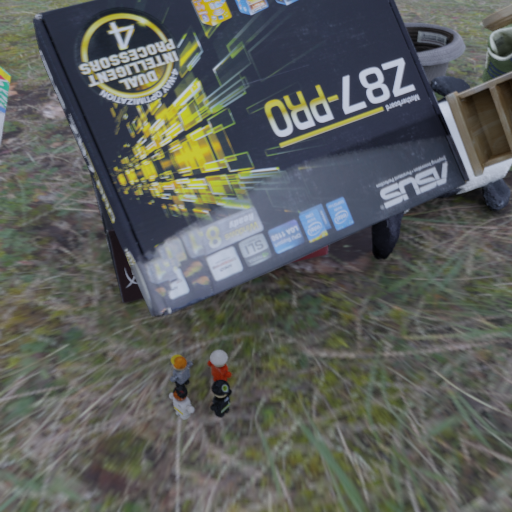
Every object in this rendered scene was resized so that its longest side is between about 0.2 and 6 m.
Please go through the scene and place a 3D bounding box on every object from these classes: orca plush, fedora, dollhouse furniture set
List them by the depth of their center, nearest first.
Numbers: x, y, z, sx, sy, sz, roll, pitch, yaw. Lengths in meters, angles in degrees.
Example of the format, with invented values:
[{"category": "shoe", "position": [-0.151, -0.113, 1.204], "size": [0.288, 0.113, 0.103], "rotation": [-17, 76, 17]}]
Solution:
[{"category": "dollhouse furniture set", "position": [2.532, -1.275, 5.163], "size": [1.427, 1.883, 2.148], "rotation": [-19, 9, 29]}, {"category": "orca plush", "position": [3.141, -1.482, 10.250], "size": [2.563, 1.732, 4.872], "rotation": [49, 55, -11]}, {"category": "fedora", "position": [3.396, -4.705, 13.851], "size": [3.223, 1.455, 2.851], "rotation": [-5, 38, 0]}]

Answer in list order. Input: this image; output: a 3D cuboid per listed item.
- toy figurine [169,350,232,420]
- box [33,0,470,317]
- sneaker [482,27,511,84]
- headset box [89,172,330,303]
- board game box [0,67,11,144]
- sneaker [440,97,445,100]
[{"category": "toy figurine", "position": [-0.664, 1.524, 6.700], "size": [0.749, 0.529, 0.761], "rotation": [-2, 39, -3]}, {"category": "box", "position": [0.065, -1.487, 6.114], "size": [3.857, 3.109, 0.947], "rotation": [-22, 1, -19]}, {"category": "sneaker", "position": [3.794, -3.002, 8.297], "size": [0.942, 0.703, 2.097], "rotation": [39, 9, -12]}, {"category": "headset box", "position": [-0.673, -0.983, 9.161], "size": [3.702, 1.430, 2.755], "rotation": [-13, 40, -14]}, {"category": "board game box", "position": [-3.235, -1.748, 5.956], "size": [0.355, 1.130, 2.366], "rotation": [-33, 43, 15]}, {"category": "sneaker", "position": [4.712, -2.938, 12.090], "size": [2.325, 0.878, 1.323], "rotation": [6, 34, 1]}]
